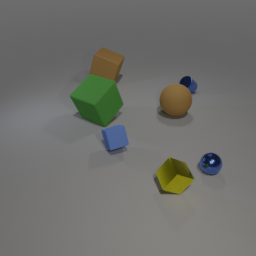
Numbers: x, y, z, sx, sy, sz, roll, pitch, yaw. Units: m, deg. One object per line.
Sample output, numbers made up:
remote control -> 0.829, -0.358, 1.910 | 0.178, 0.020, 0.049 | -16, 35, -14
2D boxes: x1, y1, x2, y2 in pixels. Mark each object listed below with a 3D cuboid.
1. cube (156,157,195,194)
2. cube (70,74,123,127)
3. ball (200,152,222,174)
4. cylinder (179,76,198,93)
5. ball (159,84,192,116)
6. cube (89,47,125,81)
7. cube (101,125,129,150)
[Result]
cube -> 1.365, 1.399, 8.189 | 0.700, 0.700, 0.700 | 20, 30, -30
cube -> -1.266, -1.159, 11.650 | 1.400, 1.400, 1.400 | 22, 61, 31
ball -> 2.654, 1.133, 8.963 | 0.700, 0.700, 0.700 | 0, 31, 0
cylinder -> 3.069, -2.190, 14.206 | 0.700, 0.700, 0.700 | 29, 4, 38
ball -> 2.066, -1.211, 12.117 | 1.400, 1.400, 1.400 | 0, 31, 0
cube -> -1.164, -3.358, 15.348 | 1.400, 1.400, 1.400 | 23, 34, 0
cube -> -0.464, 0.324, 9.910 | 0.700, 0.700, 0.700 | -17, 9, -16
